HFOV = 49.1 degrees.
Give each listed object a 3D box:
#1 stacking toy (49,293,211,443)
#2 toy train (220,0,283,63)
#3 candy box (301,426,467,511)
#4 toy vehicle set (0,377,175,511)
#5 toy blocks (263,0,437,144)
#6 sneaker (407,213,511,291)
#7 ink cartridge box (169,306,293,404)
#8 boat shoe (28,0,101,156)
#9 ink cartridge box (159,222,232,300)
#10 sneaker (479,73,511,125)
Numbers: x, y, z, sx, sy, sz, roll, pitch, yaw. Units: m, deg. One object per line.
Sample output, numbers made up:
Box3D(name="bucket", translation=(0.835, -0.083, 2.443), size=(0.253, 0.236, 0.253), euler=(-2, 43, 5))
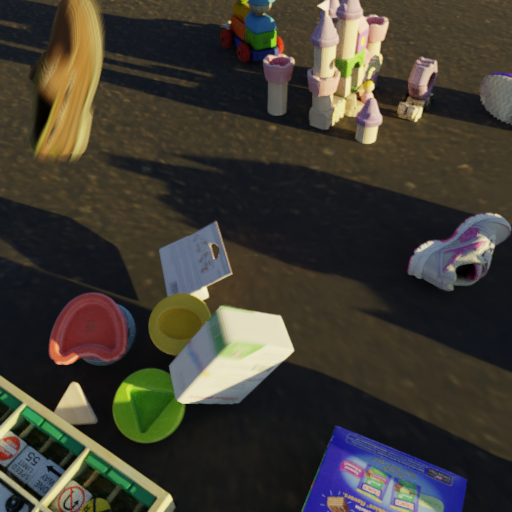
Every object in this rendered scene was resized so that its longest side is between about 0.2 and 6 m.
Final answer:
Box3D(name="stacking toy", translation=(-1.521, 1.379, 6.976), size=(1.958, 0.827, 1.773), euler=(4, 69, 8))
Box3D(name="toy train", translation=(-0.360, -6.081, 14.019), size=(1.151, 1.573, 2.719), euler=(-19, 47, -20))
Box3D(name="candy box", translation=(1.102, 2.700, 5.351), size=(1.405, 0.640, 1.662), euler=(19, 45, 17))
Box3D(name="toy vehicle set", translation=(-2.578, 2.462, 5.625), size=(3.021, 0.400, 1.877), euler=(24, 55, 23))
Box3D(name="toy blocks", translation=(2.012, -4.130, 11.278), size=(2.952, 2.485, 2.759), euler=(26, 48, 25))
Box3D(name="sneaker", translation=(3.124, 0.018, 8.225), size=(1.773, 0.721, 0.782), euler=(-28, 51, -16))
Box3D(name="ink cartridge box", translation=(-0.306, 1.153, 6.283), size=(0.868, 1.194, 0.522), euler=(12, 40, -35))
Box3D(name="boat shoe", translation=(-3.117, -2.824, 8.961), size=(0.866, 2.548, 0.917), euler=(-12, 32, -44))
Box3D(name="ink cartridge box", translation=(-0.848, 0.138, 7.985), size=(0.975, 0.248, 1.107), euler=(-25, 47, 6))
Box3D(name="sneaker", translation=(5.905, -3.169, 11.546), size=(2.487, 0.865, 1.237), euler=(30, 45, 22))
